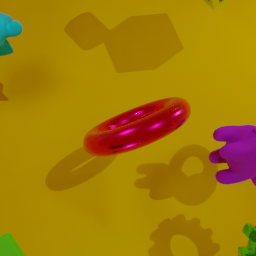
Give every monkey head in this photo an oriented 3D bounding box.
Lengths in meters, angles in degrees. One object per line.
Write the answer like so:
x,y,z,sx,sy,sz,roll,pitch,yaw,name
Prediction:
-2.655,-1.786,5.504,1.371,0.986,0.826,-14,38,0,monkey head

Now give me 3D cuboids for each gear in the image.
2.705,2.067,4.557,1.679,0.311,1.679,0,90,3,gear

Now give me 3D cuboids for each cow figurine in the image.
2.412,0.542,5.273,1.636,1.663,0.913,-9,48,2,cow figurine

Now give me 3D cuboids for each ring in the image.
0.141,-0.053,4.932,1.974,1.974,0.395,-23,100,-5,ring

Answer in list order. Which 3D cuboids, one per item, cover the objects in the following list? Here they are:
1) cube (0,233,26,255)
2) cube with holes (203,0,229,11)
-1.453,2.110,3.120,1.078,1.078,1.078,-32,49,-27,cube
1.813,-3.583,5.613,1.344,1.344,1.344,-37,64,10,cube with holes
